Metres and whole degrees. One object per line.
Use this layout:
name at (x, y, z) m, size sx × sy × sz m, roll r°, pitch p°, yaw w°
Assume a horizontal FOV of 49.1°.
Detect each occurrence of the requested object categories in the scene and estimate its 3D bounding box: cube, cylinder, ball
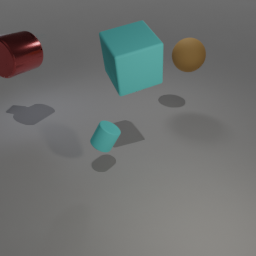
cube at (0.103, -2.040, 8.196) m, size 1.400 × 1.400 × 1.400 m, roll -19°, pitch 51°, yaw -10°
cylinder at (-4.037, -2.650, 10.046) m, size 1.400 × 1.400 × 1.400 m, roll 15°, pitch 33°, yaw 24°
cylinder at (-0.683, 0.253, 8.423) m, size 0.700 × 0.700 × 0.700 m, roll 25°, pitch 25°, yaw -13°
ball at (2.548, -3.057, 11.760) m, size 1.400 × 1.400 × 1.400 m, roll 0°, pitch 31°, yaw 0°
